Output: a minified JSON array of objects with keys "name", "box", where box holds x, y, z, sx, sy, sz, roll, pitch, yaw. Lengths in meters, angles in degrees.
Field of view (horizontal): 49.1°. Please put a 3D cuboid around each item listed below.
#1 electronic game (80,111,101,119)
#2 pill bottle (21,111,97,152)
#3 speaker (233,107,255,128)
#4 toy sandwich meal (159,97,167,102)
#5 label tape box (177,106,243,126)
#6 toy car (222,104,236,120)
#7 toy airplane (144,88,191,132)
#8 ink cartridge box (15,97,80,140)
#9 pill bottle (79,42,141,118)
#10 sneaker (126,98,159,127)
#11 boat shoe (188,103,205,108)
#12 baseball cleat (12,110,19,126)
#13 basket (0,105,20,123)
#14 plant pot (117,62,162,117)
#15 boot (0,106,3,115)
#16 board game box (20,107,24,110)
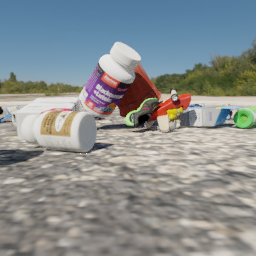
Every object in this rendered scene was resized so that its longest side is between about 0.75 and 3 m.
[{"name":"electronic game","box":[-2.276,-0.666,15.016,1.857,0.386,1.857,1,10,0]},{"name":"pill bottle","box":[-1.709,0.059,6.886,1.689,0.966,0.966,3,8,22]},{"name":"speaker","box":[5.001,-0.457,11.639,0.864,0.864,1.953,5,9,35]},{"name":"toy sandwich meal","box":[2.239,-2.151,23.598,2.245,0.769,2.245,4,23,-2]},{"name":"label tape box","box":[3.402,-0.489,11.696,2.403,0.794,1.722,2,7,32]},{"name":"toy car","box":[5.491,-0.800,14.807,0.963,0.852,0.887,11,11,-2]},{"name":"toy airplane","box":[1.447,-0.488,10.794,1.902,1.342,1.894,-51,23,-21]},{"name":"ink cartridge box","box":[-2.510,-0.368,9.245,1.575,0.904,2.169,0,17,0]},{"name":"pill bottle","box":[-0.625,-1.710,10.060,1.404,2.520,1.404,26,31,-17]},{"name":"sneaker","box":[0.634,-0.493,10.108,0.694,0.636,1.656,27,53,32]},{"name":"boat shoe","box":[3.503,-0.881,14.837,1.063,0.867,2.526,-1,7,-6]},{"name":"baseball cleat","box":[-4.399,-0.649,12.721,1.460,0.957,2.744,-3,5,-3]},{"name":"basket","box":[-5.787,-0.635,13.724,1.120,0.779,0.988,-40,22,-17]},{"name":"plant pot","box":[0.097,-1.795,11.614,1.995,1.940,1.995,-24,23,11]},{"name":"boot","box":[-6.832,-0.518,12.954,1.755,0.649,1.438,-12,14,28]},{"name":"board game box","box":[-4.527,-0.871,15.061,2.133,0.686,1.574,-5,7,4]}]
